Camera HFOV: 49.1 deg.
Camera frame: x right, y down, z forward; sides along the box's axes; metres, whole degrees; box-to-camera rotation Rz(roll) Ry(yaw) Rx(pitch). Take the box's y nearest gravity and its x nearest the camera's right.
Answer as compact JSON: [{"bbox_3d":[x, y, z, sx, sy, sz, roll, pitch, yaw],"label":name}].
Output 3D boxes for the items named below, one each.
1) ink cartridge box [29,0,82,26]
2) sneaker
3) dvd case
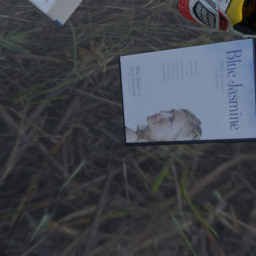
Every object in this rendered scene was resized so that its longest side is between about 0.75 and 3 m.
[{"bbox_3d":[-2.733,-4.284,7.341,2.986,1.258,2.159,40,7,-10],"label":"ink cartridge box"},{"bbox_3d":[2.229,-1.911,4.616,2.998,1.167,1.232,-11,39,-32],"label":"sneaker"},{"bbox_3d":[0.466,-0.251,2.253,1.080,0.771,0.095,-3,2,17],"label":"dvd case"}]
